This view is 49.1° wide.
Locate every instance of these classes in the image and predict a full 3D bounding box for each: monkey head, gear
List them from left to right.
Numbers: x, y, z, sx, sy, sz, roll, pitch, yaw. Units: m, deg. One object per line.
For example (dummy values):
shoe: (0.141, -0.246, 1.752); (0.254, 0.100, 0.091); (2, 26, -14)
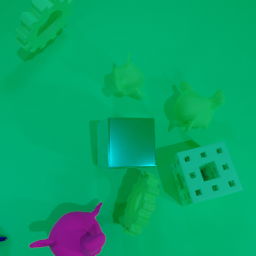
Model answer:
gear: (-2.252, -2.914, 7.622); (0.348, 1.882, 1.882); (42, 75, -4)
monkey head: (-1.091, 2.353, 6.194); (1.917, 1.379, 1.155); (-23, 68, -36)
monkey head: (0.013, -1.307, 7.604); (0.822, 0.981, 1.364); (-19, 107, 9)
gear: (0.281, 1.757, 6.558); (0.269, 1.456, 1.456); (23, 71, -9)
monkey head: (1.876, -0.620, 7.505); (1.033, 1.233, 1.713); (16, 52, -19)

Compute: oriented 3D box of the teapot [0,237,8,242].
teapot: (-3.925, 2.692, 6.500); (2.003, 0.981, 1.245); (-9, 49, -13)

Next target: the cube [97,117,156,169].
cube: (-0.074, 0.384, 6.930); (1.167, 1.167, 1.167); (0, 84, -19)

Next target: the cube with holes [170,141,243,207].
cube with holes: (1.844, 1.168, 6.918); (1.179, 1.179, 1.179); (-14, 71, -5)
